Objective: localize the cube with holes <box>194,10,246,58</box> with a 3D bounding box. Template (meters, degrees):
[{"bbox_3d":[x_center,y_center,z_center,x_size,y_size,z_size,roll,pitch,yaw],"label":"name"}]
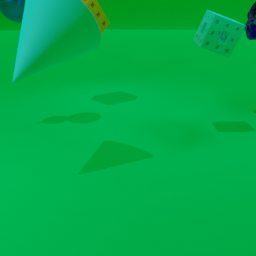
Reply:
[{"bbox_3d":[2.262,-2.380,7.045,0.801,0.801,0.801,16,28,-9],"label":"cube with holes"}]

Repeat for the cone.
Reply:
[{"bbox_3d":[-1.573,-1.414,5.032,1.607,1.607,1.613,14,63,32],"label":"cone"}]

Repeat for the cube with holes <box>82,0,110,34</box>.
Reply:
[{"bbox_3d":[-1.767,-3.905,10.087,1.327,1.327,1.327,31,-9,31],"label":"cube with holes"}]

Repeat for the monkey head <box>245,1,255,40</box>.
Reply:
[{"bbox_3d":[4.052,-3.070,8.041,1.091,1.811,1.303,7,18,6],"label":"monkey head"}]

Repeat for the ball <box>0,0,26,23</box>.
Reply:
[{"bbox_3d":[-2.884,-3.342,7.339,1.103,1.103,1.103,0,21,0],"label":"ball"}]
